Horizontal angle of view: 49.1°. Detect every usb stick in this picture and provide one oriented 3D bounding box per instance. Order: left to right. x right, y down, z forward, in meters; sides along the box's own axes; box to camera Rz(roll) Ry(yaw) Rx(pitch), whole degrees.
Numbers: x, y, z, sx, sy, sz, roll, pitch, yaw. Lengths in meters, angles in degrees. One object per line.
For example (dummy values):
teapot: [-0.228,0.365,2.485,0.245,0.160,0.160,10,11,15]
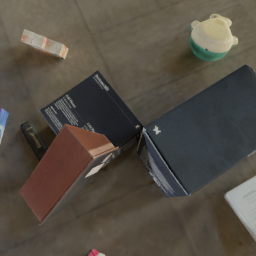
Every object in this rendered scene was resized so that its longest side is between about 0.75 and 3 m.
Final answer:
usb stick: [-2.803,0.466,8.621,0.428,0.252,1.545,-33,77,-8]

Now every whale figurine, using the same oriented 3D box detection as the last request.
whale figurine: [2.805,-3.014,9.332,1.628,1.062,2.047,25,52,7]

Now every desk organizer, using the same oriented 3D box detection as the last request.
desk organizer: [-1.576,1.106,7.036,1.060,0.988,2.754,48,119,14]

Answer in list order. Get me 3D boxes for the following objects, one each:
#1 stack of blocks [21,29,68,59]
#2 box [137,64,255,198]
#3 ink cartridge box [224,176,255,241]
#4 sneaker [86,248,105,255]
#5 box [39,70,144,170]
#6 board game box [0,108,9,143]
stack of blocks: [-2.718,-2.741,9.203,1.305,0.752,0.382,22,94,5]
box: [1.913,0.295,7.296,2.921,2.871,1.810,-32,77,-8]
ink cartridge box: [4.366,2.306,7.756,2.338,0.516,2.382,-27,64,-8]
sneaker: [-1.201,4.517,7.096,0.977,1.055,2.618,28,76,5]
box: [-0.997,-0.102,8.284,2.076,1.187,2.280,-36,78,-8]
board game box: [-5.385,0.600,8.389,2.831,0.614,2.817,7,76,2]
